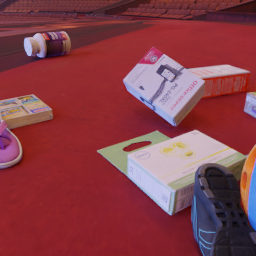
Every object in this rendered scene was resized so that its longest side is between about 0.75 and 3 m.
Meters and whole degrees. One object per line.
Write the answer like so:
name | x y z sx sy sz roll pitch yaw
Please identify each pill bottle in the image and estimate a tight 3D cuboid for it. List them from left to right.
pill bottle | -5.160 -5.337 17.972 2.644 1.473 1.473 -21 33 -37

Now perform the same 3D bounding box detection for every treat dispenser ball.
treat dispenser ball | 2.841 0.932 3.922 2.358 2.358 2.358 0 26 0

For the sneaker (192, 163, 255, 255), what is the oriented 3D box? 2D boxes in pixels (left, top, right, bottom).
sneaker | 1.457 1.657 4.191 0.867 0.911 2.299 5 46 -3

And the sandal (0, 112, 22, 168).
sandal | -3.664 -0.017 7.251 1.197 0.723 2.942 -18 42 -32

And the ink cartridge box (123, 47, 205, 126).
ink cartridge box | 1.134 -1.281 8.668 2.055 0.857 1.492 39 84 21

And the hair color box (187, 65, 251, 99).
hair color box | 3.383 -1.936 11.541 2.876 0.881 1.460 -10 28 -21

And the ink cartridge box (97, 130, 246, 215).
ink cartridge box | 0.840 0.594 6.548 2.113 0.696 2.904 -16 32 -30

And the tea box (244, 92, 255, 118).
tea box | 4.614 -0.720 9.198 1.039 0.705 1.056 -8 27 -14

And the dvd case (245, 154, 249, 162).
dvd case | 3.054 0.856 6.629 0.582 0.072 0.815 -10 27 -18

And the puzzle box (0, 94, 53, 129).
puzzle box | -4.103 -0.429 8.993 2.835 0.360 1.886 -17 31 -32
